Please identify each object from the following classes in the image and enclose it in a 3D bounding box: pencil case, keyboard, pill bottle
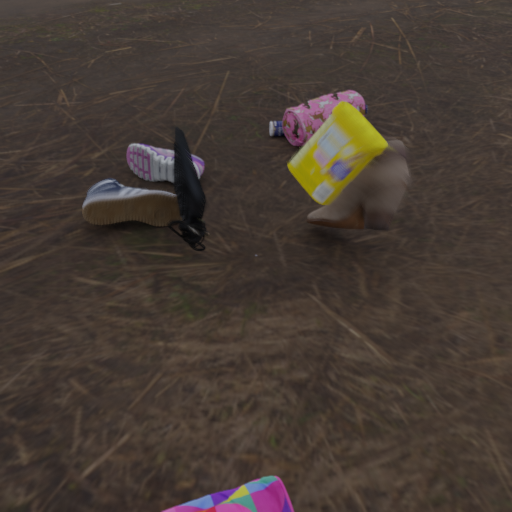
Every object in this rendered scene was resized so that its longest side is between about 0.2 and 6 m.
[{"bbox_3d":[1.878,-3.791,15.437,2.484,1.028,1.074,-23,52,-28],"label":"pencil case"},{"bbox_3d":[-1.383,-0.968,10.035,0.653,1.715,3.296,-19,-4,-9],"label":"keyboard"},{"bbox_3d":[0.753,-3.558,15.656,0.731,0.406,0.406,-4,37,-5],"label":"pill bottle"},{"bbox_3d":[-0.749,3.194,6.179,2.436,1.077,1.077,-9,38,-15],"label":"pencil case"}]

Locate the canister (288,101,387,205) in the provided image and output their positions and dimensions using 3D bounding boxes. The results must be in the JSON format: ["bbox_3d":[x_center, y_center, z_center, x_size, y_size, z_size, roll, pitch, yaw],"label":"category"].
[{"bbox_3d":[1.415,-1.808,10.073,1.141,1.536,0.665,53,32,16],"label":"canister"}]

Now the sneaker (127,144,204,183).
[{"bbox_3d":[-2.155,-2.271,13.699,2.083,0.838,0.921,18,34,16],"label":"sneaker"}]

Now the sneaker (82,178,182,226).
[{"bbox_3d":[-2.636,-1.199,12.219,2.213,0.775,1.200,-2,25,-16],"label":"sneaker"}]

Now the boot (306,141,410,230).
[{"bbox_3d":[1.994,-1.406,11.072,0.827,1.721,2.355,7,1,-42],"label":"boot"}]
